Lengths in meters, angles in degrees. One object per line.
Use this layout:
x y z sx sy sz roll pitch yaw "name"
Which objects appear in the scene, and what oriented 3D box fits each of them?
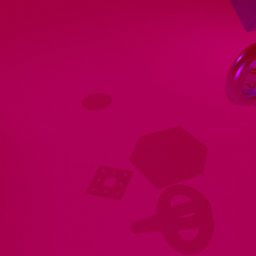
2.440 -0.731 4.326 1.587 1.696 0.784 -6 72 35 "knot shape"
2.752 -2.742 5.177 1.232 1.232 1.232 -15 73 -16 "cube"
